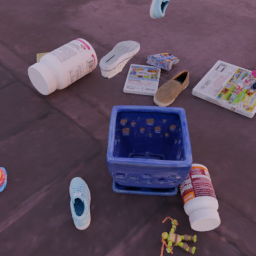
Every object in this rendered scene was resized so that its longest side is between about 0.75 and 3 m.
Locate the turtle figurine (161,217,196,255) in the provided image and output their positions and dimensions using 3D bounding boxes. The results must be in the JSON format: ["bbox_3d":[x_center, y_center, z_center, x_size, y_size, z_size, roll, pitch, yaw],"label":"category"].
[{"bbox_3d":[1.299,3.045,7.506,0.975,0.390,1.210,17,39,6],"label":"turtle figurine"}]

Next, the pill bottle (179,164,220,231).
[{"bbox_3d":[2.046,1.989,8.139,0.952,0.952,1.738,-2,45,-2],"label":"pill bottle"}]

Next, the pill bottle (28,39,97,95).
[{"bbox_3d":[-2.824,-2.676,12.251,1.565,1.565,2.760,30,52,26],"label":"pill bottle"}]

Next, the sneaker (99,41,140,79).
[{"bbox_3d":[-0.288,-2.217,9.010,0.658,0.637,1.801,36,56,19],"label":"sneaker"}]

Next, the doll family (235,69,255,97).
[{"bbox_3d":[3.391,-1.240,7.063,1.561,0.969,0.703,-39,81,-21],"label":"doll family"}]

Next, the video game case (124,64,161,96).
[{"bbox_3d":[0.683,-2.225,12.783,1.445,0.182,2.018,7,46,7],"label":"video game case"}]

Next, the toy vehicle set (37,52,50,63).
[{"bbox_3d":[-3.961,-3.539,14.078,1.190,0.158,0.740,-8,46,-8],"label":"toy vehicle set"}]

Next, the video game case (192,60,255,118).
[{"bbox_3d":[4.632,-1.823,12.301,2.631,0.331,2.891,27,51,24],"label":"video game case"}]

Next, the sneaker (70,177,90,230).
[{"bbox_3d":[-1.406,2.059,8.252,0.623,0.690,1.684,-11,47,-12],"label":"sneaker"}]

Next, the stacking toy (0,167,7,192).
[{"bbox_3d":[-4.281,1.302,8.387,0.829,1.510,0.876,-8,55,-7],"label":"stacking toy"}]

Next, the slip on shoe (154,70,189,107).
[{"bbox_3d":[1.902,-1.709,11.855,0.849,0.676,2.232,41,56,19],"label":"slip on shoe"}]

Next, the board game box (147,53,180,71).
[{"bbox_3d":[1.797,-3.177,13.432,1.293,0.399,1.292,-18,38,-32],"label":"board game box"}]

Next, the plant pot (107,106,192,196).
[{"bbox_3d":[0.575,0.796,8.535,2.276,2.047,2.277,3,46,2],"label":"plant pot"}]

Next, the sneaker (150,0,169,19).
[{"bbox_3d":[1.262,-4.657,9.975,0.615,1.501,0.555,18,12,36],"label":"sneaker"}]
